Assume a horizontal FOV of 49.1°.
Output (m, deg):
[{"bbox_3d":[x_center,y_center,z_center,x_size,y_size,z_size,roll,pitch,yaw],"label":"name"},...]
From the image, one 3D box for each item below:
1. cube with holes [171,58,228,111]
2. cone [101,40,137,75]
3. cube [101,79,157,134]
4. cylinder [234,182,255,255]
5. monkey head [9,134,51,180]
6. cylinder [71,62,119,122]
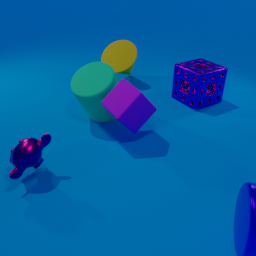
[{"bbox_3d":[2.491,-1.586,9.923,1.279,1.279,1.279,-18,36,-27],"label":"cube with holes"},{"bbox_3d":[-0.138,-2.599,11.708,1.495,1.501,1.495,-6,69,16],"label":"cone"},{"bbox_3d":[0.027,-0.590,7.608,0.921,0.921,0.921,-48,48,2],"label":"cube"},{"bbox_3d":[2.554,1.640,4.654,1.285,1.285,1.285,8,32,12],"label":"cylinder"},{"bbox_3d":[-2.225,0.663,6.444,0.751,0.897,1.246,16,62,48],"label":"monkey head"},{"bbox_3d":[-0.862,-1.075,8.546,1.348,1.348,1.348,-8,57,13],"label":"cylinder"}]
